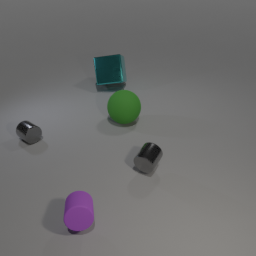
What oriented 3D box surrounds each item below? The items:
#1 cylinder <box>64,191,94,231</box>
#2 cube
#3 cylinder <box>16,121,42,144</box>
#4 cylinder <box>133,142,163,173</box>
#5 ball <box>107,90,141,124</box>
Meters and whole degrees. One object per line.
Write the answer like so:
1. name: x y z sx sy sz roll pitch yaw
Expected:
1. cylinder: -1.192 2.005 6.820 0.700 0.700 0.700 -4 19 -8
2. cube: -0.905 -3.058 14.795 1.400 1.400 1.400 -5 10 8
3. cylinder: -3.715 0.152 10.510 0.700 0.700 0.700 24 38 36
4. cylinder: 0.633 0.924 8.737 0.700 0.700 0.700 16 46 26
5. ball: -0.159 -0.868 11.548 1.400 1.400 1.400 0 30 0
